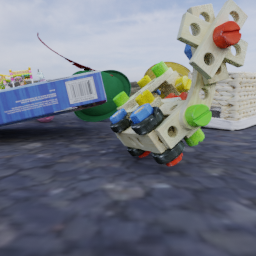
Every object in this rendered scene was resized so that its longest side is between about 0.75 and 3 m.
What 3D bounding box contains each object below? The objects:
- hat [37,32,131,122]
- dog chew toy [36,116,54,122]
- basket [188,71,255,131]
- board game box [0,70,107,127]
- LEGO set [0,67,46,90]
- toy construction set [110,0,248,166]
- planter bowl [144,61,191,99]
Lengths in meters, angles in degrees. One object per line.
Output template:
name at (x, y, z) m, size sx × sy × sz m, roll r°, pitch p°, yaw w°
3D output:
hat at (-1.384, -1.547, 8.367) m, size 2.426 × 2.009 × 2.135 m, roll -3°, pitch -29°, yaw 22°
dog chew toy at (-2.723, -0.642, 8.844) m, size 0.913 × 0.913 × 1.467 m, roll -4°, pitch 27°, yaw -31°
basket at (2.708, -0.831, 7.729) m, size 1.567 × 1.426 × 2.312 m, roll 10°, pitch 13°, yaw 41°
board game box at (-1.910, -0.497, 5.921) m, size 2.828 × 0.613 × 2.814 m, roll -12°, pitch 6°, yaw -5°
LEGO set at (-2.501, -0.876, 6.139) m, size 1.393 × 0.518 × 0.641 m, roll -20°, pitch -19°, yaw 1°
toy construction set at (0.589, -0.401, 3.719) m, size 1.690 × 1.187 × 2.577 m, roll -41°, pitch -1°, yaw -16°
planter bowl at (1.524, -1.379, 10.857) m, size 2.198 × 2.198 × 0.916 m, roll 3°, pitch 44°, yaw 20°
